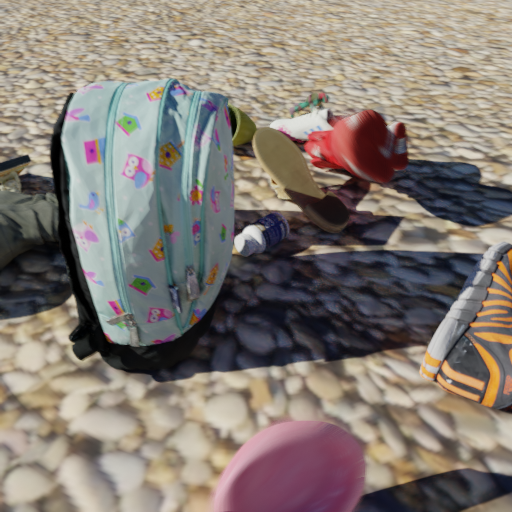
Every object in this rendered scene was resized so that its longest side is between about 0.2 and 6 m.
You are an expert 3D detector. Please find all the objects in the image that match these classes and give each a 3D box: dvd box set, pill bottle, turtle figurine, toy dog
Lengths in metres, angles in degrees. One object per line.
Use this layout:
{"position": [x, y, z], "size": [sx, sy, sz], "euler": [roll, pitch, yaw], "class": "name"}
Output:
{"position": [-4.826, -1.599, 10.657], "size": [0.850, 0.171, 1.162], "euler": [-29, 10, -34], "class": "dvd box set"}
{"position": [0.083, -0.339, 9.203], "size": [0.492, 0.492, 0.886], "euler": [30, 46, 34], "class": "pill bottle"}
{"position": [1.383, -3.596, 13.383], "size": [1.125, 0.566, 0.842], "euler": [-4, 11, 32], "class": "turtle figurine"}
{"position": [-4.580, -1.217, 10.494], "size": [0.370, 0.514, 0.530], "euler": [-19, 58, -9], "class": "toy dog"}

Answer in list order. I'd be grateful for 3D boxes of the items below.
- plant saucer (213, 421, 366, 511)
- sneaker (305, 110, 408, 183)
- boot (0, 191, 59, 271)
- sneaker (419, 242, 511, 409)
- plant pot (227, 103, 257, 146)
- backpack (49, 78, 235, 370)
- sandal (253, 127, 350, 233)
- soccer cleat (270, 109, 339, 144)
{"position": [0.290, 2.089, 5.156], "size": [1.466, 1.466, 0.372], "euler": [-13, 26, -17], "class": "plant saucer"}
{"position": [1.577, -1.884, 10.378], "size": [1.857, 1.259, 3.215], "euler": [-3, 3, 30], "class": "sneaker"}
{"position": [-3.671, -0.305, 8.824], "size": [1.867, 0.968, 2.858], "euler": [-3, 37, -10], "class": "boot"}
{"position": [3.276, 0.952, 7.200], "size": [1.481, 1.026, 2.644], "euler": [26, 54, 25], "class": "sneaker"}
{"position": [-0.450, -2.792, 12.216], "size": [0.939, 0.939, 1.004], "euler": [27, 18, 32], "class": "plant pot"}
{"position": [-1.319, -0.553, 7.077], "size": [2.115, 3.342, 2.789], "euler": [-2, 36, -3], "class": "backpack"}
{"position": [0.657, -1.214, 10.238], "size": [0.907, 0.814, 2.473], "euler": [-27, 67, -31], "class": "sandal"}
{"position": [1.255, -2.890, 12.332], "size": [2.031, 0.877, 0.709], "euler": [18, 38, 23], "class": "soccer cleat"}
